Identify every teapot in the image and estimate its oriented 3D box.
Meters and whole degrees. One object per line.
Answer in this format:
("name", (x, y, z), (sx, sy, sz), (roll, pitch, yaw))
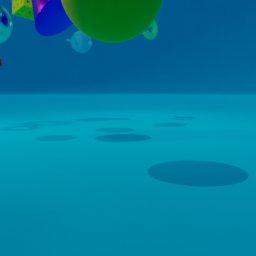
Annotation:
("teapot", (-1.724, -3.125, 10.179), (1.274, 0.792, 0.624), (19, 26, 27))

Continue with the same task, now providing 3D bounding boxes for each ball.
("ball", (-0.184, -1.621, 3.252), (1.210, 1.210, 1.210), (0, 8, 0))
("ball", (-2.898, -2.213, 5.917), (0.864, 0.864, 0.864), (0, 8, 0))

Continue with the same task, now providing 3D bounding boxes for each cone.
("cone", (-1.784, -2.825, 5.940), (1.192, 1.196, 1.192), (-38, -6, -5))

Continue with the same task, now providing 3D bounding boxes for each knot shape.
("knot shape", (0.588, -3.924, 10.586), (1.370, 0.676, 1.464), (23, 25, -29))

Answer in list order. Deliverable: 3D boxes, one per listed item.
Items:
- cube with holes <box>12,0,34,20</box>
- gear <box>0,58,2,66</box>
("cube with holes", (-3.323, -4.446, 9.710), (1.002, 1.002, 1.002), (1, 0, -42))
("gear", (-4.076, -1.823, 7.724), (1.064, 0.197, 1.064), (-7, -3, 0))
